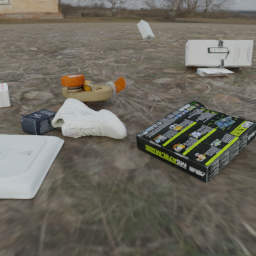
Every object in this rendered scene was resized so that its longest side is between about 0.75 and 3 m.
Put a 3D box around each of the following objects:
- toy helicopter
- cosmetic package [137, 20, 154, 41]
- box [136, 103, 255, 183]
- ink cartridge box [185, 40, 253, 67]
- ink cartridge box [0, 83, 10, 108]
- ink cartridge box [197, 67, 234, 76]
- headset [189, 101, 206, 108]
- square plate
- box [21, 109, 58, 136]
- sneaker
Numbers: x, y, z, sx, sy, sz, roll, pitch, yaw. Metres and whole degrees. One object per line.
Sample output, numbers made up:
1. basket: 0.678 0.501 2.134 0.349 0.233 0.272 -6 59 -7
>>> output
1. toy helicopter: -1.174 -1.266 8.958 1.848 1.102 2.794 -9 18 -13
2. cosmetic package: 0.737 -4.050 11.665 0.320 0.788 0.445 -33 -21 35
3. box: 1.474 0.180 6.112 1.923 0.457 1.858 -31 39 -33
4. ink cartridge box: 4.141 -3.469 13.191 2.759 1.163 2.014 2 12 8
5. ink cartridge box: -4.465 -0.978 8.821 1.334 0.560 0.970 -10 26 -22
6. ink cartridge box: 3.851 -2.435 12.402 1.252 0.273 1.087 -4 26 -10
7. headset: 1.875 -0.262 7.305 0.483 0.635 1.029 13 30 -32
8. square plate: -2.612 0.616 5.631 2.166 0.311 2.186 0 24 2
9. box: -2.238 -0.153 7.189 0.579 0.408 0.782 17 29 33
10. sneaker: -0.963 -0.025 6.811 2.017 0.755 1.005 19 55 29
